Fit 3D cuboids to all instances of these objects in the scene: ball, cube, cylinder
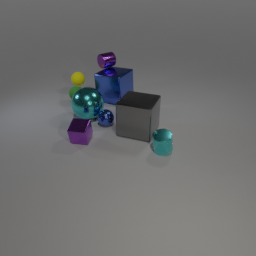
[{"bbox_3d":[-0.923,-0.425,11.618,0.700,0.700,0.700,0,30,0],"label":"ball"},{"bbox_3d":[-0.655,-2.104,13.735,1.400,1.400,1.400,13,32,25],"label":"cube"},{"bbox_3d":[0.414,-0.501,11.007,1.400,1.400,1.400,10,30,17],"label":"cube"},{"bbox_3d":[-2.459,-1.648,13.369,0.700,0.700,0.700,0,30,0],"label":"ball"},{"bbox_3d":[1.227,0.503,9.917,0.700,0.700,0.700,-5,40,4],"label":"cylinder"},{"bbox_3d":[-1.784,0.133,10.504,0.700,0.700,0.700,6,47,10],"label":"cube"},{"bbox_3d":[-2.556,-2.517,14.355,0.700,0.700,0.700,0,30,0],"label":"ball"},{"bbox_3d":[-1.050,-3.344,13.800,0.700,0.700,0.700,-21,36,-30],"label":"cylinder"},{"bbox_3d":[-1.724,-1.054,11.984,1.400,1.400,1.400,0,30,0],"label":"ball"}]
